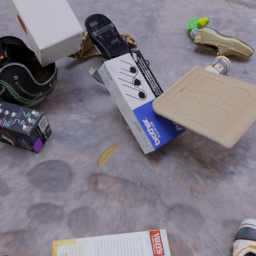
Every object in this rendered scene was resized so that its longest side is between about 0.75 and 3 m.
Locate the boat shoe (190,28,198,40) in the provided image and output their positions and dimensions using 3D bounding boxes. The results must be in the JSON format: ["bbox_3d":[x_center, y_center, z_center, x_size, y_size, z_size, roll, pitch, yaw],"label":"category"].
[{"bbox_3d":[3.083,-3.668,11.623,0.421,0.382,1.145,-43,86,-16],"label":"boat shoe"}]

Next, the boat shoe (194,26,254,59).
[{"bbox_3d":[3.728,-3.150,11.074,2.330,0.835,0.887,25,88,9],"label":"boat shoe"}]

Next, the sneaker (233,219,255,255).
[{"bbox_3d":[3.572,3.111,5.787,2.843,1.115,1.129,22,49,30],"label":"sneaker"}]

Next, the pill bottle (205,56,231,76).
[{"bbox_3d":[3.141,-2.029,10.138,0.699,0.699,1.201,34,59,24],"label":"pill bottle"}]

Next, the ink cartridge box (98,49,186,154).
[{"bbox_3d":[0.417,-0.793,8.217,1.327,0.624,2.822,-29,88,-30],"label":"ink cartridge box"}]

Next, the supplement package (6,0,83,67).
[{"bbox_3d":[-2.537,-3.320,8.364,1.397,1.415,2.333,-30,90,-17],"label":"supplement package"}]

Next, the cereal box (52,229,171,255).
[{"bbox_3d":[-0.313,3.293,5.991,2.627,0.519,1.890,-4,52,-3],"label":"cereal box"}]

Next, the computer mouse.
[{"bbox_3d":[-0.827,-2.653,10.222,2.068,0.678,2.945,-42,89,-23],"label":"computer mouse"}]

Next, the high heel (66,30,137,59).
[{"bbox_3d":[-0.992,-3.123,10.794,1.896,0.950,2.659,28,47,28],"label":"high heel"}]

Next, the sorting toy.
[{"bbox_3d":[2.222,-0.642,7.483,2.228,0.439,2.407,-40,52,-23],"label":"sorting toy"}]

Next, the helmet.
[{"bbox_3d":[-3.412,-1.636,8.956,2.160,2.059,2.160,-14,62,29],"label":"helmet"}]

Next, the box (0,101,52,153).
[{"bbox_3d":[-3.295,-0.051,8.340,1.654,1.011,0.877,15,55,12],"label":"box"}]

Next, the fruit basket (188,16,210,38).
[{"bbox_3d":[3.031,-4.337,11.955,0.974,0.703,0.974,-10,48,11],"label":"fruit basket"}]
